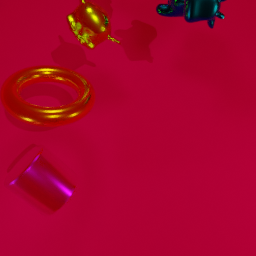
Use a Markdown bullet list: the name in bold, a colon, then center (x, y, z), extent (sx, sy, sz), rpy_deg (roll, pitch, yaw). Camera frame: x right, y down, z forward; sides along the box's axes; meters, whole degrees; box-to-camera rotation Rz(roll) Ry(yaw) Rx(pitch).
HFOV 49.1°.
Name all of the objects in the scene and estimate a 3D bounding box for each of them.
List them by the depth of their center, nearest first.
- **cylinder**: center (-1.765, 1.074, 5.787), extent (1.073, 1.073, 1.073), rpy_deg (-48, 112, -14)
- **ring**: center (-1.680, -0.744, 6.017), extent (1.967, 0.393, 1.967), rpy_deg (7, 41, -6)
- **cow figurine**: center (1.510, -2.947, 6.466), extent (1.700, 0.948, 1.728), rpy_deg (17, 38, 23)
- **monkey head**: center (-0.901, -2.468, 6.708), extent (0.937, 1.119, 1.555), rpy_deg (-38, 109, 2)
